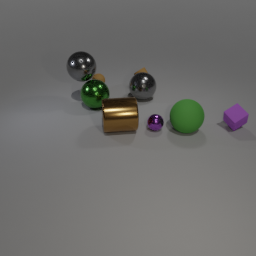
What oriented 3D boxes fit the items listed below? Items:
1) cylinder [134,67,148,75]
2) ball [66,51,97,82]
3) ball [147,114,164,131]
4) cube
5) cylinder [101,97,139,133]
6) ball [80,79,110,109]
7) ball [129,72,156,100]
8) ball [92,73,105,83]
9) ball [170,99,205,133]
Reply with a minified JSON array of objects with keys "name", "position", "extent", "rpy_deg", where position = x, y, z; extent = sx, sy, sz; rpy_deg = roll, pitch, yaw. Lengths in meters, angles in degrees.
[{"name":"cylinder","position":[0.783,-2.845,15.326],"extent":[0.700,0.700,0.700],"rpy_deg":[-31,6,4]},{"name":"ball","position":[-2.183,-2.888,13.175],"extent":[1.400,1.400,1.400],"rpy_deg":[0,31,0]},{"name":"ball","position":[1.148,-0.235,11.706],"extent":[0.700,0.700,0.700],"rpy_deg":[0,31,0]},{"name":"cube","position":[4.471,-0.448,11.645],"extent":[0.700,0.700,0.700],"rpy_deg":[-32,58,-3]},{"name":"cylinder","position":[-0.351,-0.545,11.535],"extent":[1.400,1.400,1.400],"rpy_deg":[-4,31,-6]},{"name":"ball","position":[-1.576,-1.627,13.411],"extent":[1.400,1.400,1.400],"rpy_deg":[0,31,0]},{"name":"ball","position":[0.741,-2.116,14.192],"extent":[1.400,1.400,1.400],"rpy_deg":[0,31,0]},{"name":"ball","position":[-1.550,-2.524,14.777],"extent":[0.700,0.700,0.700],"rpy_deg":[0,31,0]},{"name":"ball","position":[2.409,-0.485,11.469],"extent":[1.400,1.400,1.400],"rpy_deg":[0,31,0]}]
